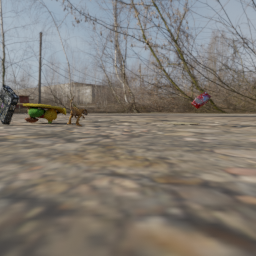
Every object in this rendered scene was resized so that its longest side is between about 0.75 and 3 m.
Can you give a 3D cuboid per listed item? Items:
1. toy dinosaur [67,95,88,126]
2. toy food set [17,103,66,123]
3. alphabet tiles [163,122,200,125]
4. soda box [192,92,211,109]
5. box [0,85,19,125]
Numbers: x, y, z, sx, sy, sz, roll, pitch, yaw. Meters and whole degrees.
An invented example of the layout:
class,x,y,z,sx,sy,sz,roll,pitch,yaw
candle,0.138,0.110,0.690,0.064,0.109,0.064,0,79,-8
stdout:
class,x,y,z,sx,sy,sz,roll,pitch,yaw
toy dinosaur,-1.734,-0.504,9.097,0.461,0.810,1.525,5,-6,8
toy food set,-3.542,-0.556,11.421,2.335,0.763,1.374,7,1,38
alphabet tiles,2.047,-0.178,10.869,1.090,0.041,1.310,-4,5,-42
soda box,2.493,-0.942,9.477,0.284,0.313,0.895,44,37,14
box,-4.253,-0.807,9.757,0.885,1.105,0.241,40,22,33
